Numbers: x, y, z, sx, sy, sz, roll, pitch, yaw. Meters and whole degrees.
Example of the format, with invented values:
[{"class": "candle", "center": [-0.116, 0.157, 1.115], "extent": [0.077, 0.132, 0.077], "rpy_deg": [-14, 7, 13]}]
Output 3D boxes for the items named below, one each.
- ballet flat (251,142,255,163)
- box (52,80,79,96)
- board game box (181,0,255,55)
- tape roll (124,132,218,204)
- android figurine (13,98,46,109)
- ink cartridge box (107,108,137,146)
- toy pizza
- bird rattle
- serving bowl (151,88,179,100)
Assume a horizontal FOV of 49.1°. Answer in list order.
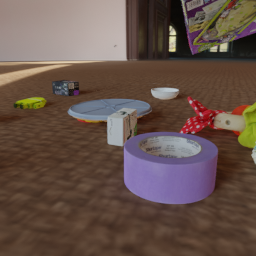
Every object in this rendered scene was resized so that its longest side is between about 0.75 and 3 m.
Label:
[{"class": "ballet flat", "center": [3.834, 0.420, 5.085], "extent": [2.946, 0.941, 1.114], "rpy_deg": [2, 17, 5]}, {"class": "box", "center": [-2.993, -1.934, 13.448], "extent": [1.185, 0.629, 0.724], "rpy_deg": [12, 20, 37]}, {"class": "board game box", "center": [1.837, -1.817, 3.937], "extent": [2.090, 0.338, 1.255], "rpy_deg": [-17, -27, 11]}, {"class": "tape roll", "center": [0.719, 0.614, 4.889], "extent": [1.588, 0.675, 1.588], "rpy_deg": [-1, 16, 0]}, {"class": "android figurine", "center": [-3.752, -0.964, 10.877], "extent": [1.131, 0.255, 1.242], "rpy_deg": [9, 20, 29]}, {"class": "ink cartridge box", "center": [-0.127, -0.043, 7.000], "extent": [0.410, 0.724, 0.988], "rpy_deg": [7, 19, 21]}, {"class": "toy pizza", "center": [-0.568, -0.503, 9.048], "extent": [2.685, 0.425, 2.685], "rpy_deg": [-1, 16, 0]}, {"class": "bird rattle", "center": [2.766, -0.091, 7.089], "extent": [2.137, 1.476, 2.621], "rpy_deg": [0, -1, -42]}, {"class": "serving bowl", "center": [1.629, -1.501, 12.409], "extent": [1.213, 0.399, 1.213], "rpy_deg": [1, 17, 0]}]
